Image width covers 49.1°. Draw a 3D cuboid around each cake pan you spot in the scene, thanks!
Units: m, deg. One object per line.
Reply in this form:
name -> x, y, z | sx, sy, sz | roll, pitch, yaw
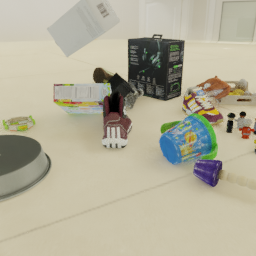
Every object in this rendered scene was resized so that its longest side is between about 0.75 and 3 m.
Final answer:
cake pan -> -3.554, 0.913, 7.312 | 2.996, 0.549, 2.996 | 0, 22, 0

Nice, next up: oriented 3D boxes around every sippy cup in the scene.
sippy cup -> 1.598, 0.388, 7.874 | 1.224, 1.312, 1.671 | -23, 2, -23

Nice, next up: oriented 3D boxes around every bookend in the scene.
bookend -> -0.607, -1.426, 11.888 | 0.691, 1.492, 1.501 | 39, 9, -28

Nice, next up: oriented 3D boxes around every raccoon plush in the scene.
raccoon plush -> 0.348, -1.585, 12.989 | 2.212, 1.070, 1.482 | -18, 36, -38

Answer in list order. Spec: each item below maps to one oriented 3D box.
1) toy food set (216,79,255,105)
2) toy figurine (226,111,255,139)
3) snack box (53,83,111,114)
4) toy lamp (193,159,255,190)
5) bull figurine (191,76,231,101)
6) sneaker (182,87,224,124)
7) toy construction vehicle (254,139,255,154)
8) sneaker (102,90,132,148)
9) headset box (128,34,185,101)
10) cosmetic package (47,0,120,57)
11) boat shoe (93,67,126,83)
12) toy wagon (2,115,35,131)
toy food set -> 5.282, -1.834, 13.682 | 2.004, 0.844, 2.793 | 2, 22, 4
toy figurine -> 4.037, -0.163, 9.732 | 1.023, 0.723, 1.039 | -13, 25, -30
snack box -> -1.540, -1.031, 10.457 | 1.893, 0.705, 2.662 | 0, -5, -2
toy lamp -> 2.664, 1.234, 6.384 | 2.352, 0.684, 0.684 | 14, 26, 32
bull figurine -> 3.837, -1.812, 13.050 | 1.681, 0.901, 2.768 | -21, 8, 8
sneaker -> 2.906, -0.917, 11.127 | 0.886, 1.065, 2.364 | -9, 24, -22
toy construction vehicle -> 4.217, 0.600, 8.396 | 0.765, 0.309, 0.879 | 6, 23, 14
sneaker -> -0.354, -0.572, 9.515 | 1.065, 1.627, 2.816 | -1, 22, -3
headset box -> 1.340, -3.151, 14.104 | 2.591, 2.975, 1.380 | 18, 29, 40
cosmetic package -> -1.658, -3.697, 10.098 | 2.440, 1.313, 1.035 | -12, 30, 44
boat shoe -> -0.975, -2.696, 15.924 | 1.101, 1.036, 2.891 | 1, 25, -37
toy wagon -> -3.973, -0.140, 10.288 | 1.058, 0.270, 1.364 | -13, 26, -28
